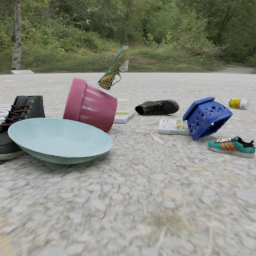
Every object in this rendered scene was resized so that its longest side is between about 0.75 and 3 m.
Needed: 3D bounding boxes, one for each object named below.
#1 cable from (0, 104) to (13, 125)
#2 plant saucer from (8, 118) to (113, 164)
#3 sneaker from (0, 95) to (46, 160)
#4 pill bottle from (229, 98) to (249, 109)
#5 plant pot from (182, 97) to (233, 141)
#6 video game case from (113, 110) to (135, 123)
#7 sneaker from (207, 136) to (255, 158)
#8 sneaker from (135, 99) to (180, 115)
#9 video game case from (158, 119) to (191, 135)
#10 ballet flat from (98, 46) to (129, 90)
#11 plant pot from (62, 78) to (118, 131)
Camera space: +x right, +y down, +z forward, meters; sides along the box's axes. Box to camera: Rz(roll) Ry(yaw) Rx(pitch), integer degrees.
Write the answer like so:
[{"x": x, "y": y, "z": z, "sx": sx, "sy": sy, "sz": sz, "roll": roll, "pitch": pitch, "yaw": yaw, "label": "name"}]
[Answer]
[{"x": -4.878, "y": -0.198, "z": 9.994, "sx": 2.647, "sy": 0.916, "sz": 2.647, "roll": 2, "pitch": 16, "yaw": 9, "label": "cable"}, {"x": -1.831, "y": 0.407, "z": 7.748, "sx": 2.792, "sy": 0.538, "sz": 2.792, "roll": 12, "pitch": 17, "yaw": -4, "label": "plant saucer"}, {"x": -3.437, "y": -0.120, "z": 8.315, "sx": 1.103, "sy": 1.566, "sz": 2.948, "roll": 3, "pitch": 15, "yaw": 11, "label": "sneaker"}, {"x": 5.972, "y": -1.309, "z": 15.066, "sx": 0.540, "sy": 0.540, "sz": 0.989, "roll": -10, "pitch": 17, "yaw": -34, "label": "pill bottle"}, {"x": 2.569, "y": -0.376, "z": 9.354, "sx": 1.124, "sy": 1.124, "sz": 1.011, "roll": -17, "pitch": 62, "yaw": -30, "label": "plant pot"}, {"x": -0.893, "y": -0.555, "z": 12.760, "sx": 2.074, "sy": 0.237, "sz": 1.888, "roll": 3, "pitch": 15, "yaw": 15, "label": "video game case"}, {"x": 2.995, "y": 0.457, "z": 8.133, "sx": 1.361, "sy": 0.544, "sz": 0.486, "roll": 10, "pitch": 18, "yaw": 35, "label": "sneaker"}, {"x": 1.371, "y": -0.885, "z": 13.293, "sx": 2.044, "sy": 0.764, "sz": 1.086, "roll": 2, "pitch": 18, "yaw": 41, "label": "sneaker"}, {"x": 2.042, "y": -0.052, "z": 10.845, "sx": 1.644, "sy": 0.207, "sz": 1.807, "roll": 2, "pitch": 14, "yaw": 9, "label": "video game case"}, {"x": -0.367, "y": -1.972, "z": 9.572, "sx": 0.642, "sy": 1.816, "sz": 0.642, "roll": 26, "pitch": 39, "yaw": -23, "label": "ballet flat"}, {"x": -1.388, "y": -0.705, "z": 10.350, "sx": 1.768, "sy": 1.975, "sz": 1.975, "roll": 13, "pitch": 12, "yaw": -11, "label": "plant pot"}]
